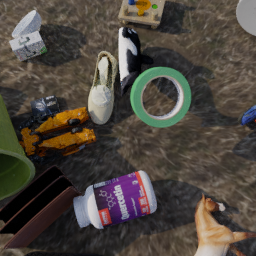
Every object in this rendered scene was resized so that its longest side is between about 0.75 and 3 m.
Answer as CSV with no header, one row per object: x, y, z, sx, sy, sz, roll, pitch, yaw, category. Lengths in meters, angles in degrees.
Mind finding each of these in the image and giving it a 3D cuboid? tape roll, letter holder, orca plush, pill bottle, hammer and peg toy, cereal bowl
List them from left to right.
-3.225,-3.253,9.142,1.126,0.469,1.126,-25,43,27,cereal bowl
-2.274,1.887,6.880,1.955,1.390,0.983,-42,75,-14,letter holder
-0.325,1.840,7.051,1.939,1.090,1.090,-16,70,-6,pill bottle
0.276,-2.019,7.904,0.992,1.468,2.791,1,32,-5,orca plush
0.539,-4.418,9.613,1.473,0.706,2.003,11,70,6,hammer and peg toy
0.764,-0.714,6.544,1.390,0.334,1.390,-2,103,-10,tape roll

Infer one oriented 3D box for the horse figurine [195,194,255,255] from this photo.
2.181,3.289,6.658,1.965,0.740,2.966,20,76,19,horse figurine

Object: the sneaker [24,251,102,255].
-1.358,3.667,6.626,2.702,0.969,1.119,6,90,4,sneaker

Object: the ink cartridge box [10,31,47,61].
-3.161,-2.594,8.928,0.945,0.690,0.397,-23,76,-7,ink cartridge box

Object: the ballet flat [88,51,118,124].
-0.773,-1.281,8.406,0.803,0.803,2.311,5,70,2,ballet flat

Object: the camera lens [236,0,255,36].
4.751,-4.257,8.970,1.764,1.764,2.206,36,74,12,camera lens

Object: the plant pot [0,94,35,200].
-3.918,0.257,7.113,2.676,2.676,2.541,-18,58,-6,plant pot

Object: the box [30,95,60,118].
-2.500,-0.608,8.464,0.784,0.171,0.628,-17,70,-6,box

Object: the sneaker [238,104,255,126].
4.256,-0.406,8.078,2.190,0.825,0.859,-15,75,-3,sneaker

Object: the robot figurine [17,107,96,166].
-2.041,0.222,7.922,2.093,0.609,1.518,-18,70,-7,robot figurine
